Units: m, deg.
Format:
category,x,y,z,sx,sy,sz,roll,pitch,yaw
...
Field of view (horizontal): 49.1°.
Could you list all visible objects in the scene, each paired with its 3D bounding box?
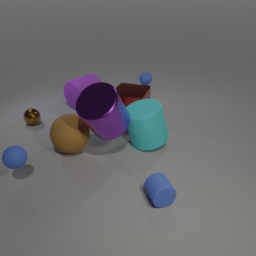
category,x,y,z,sx,sy,sz,roll,pitch,yaw
ball,-3.348,0.864,8.291,0.700,0.700,0.700,0,29,0
cube,0.132,-1.022,12.102,1.400,1.400,1.400,9,30,16
cylinder,-2.090,-1.731,13.324,1.400,1.400,1.400,25,40,37
ball,0.981,-2.722,15.456,0.700,0.700,0.700,0,29,0
ball,-2.045,0.192,9.917,1.400,1.400,1.400,0,29,0
cylinder,0.894,1.728,7.830,0.700,0.700,0.700,-9,30,-15
cylinder,-0.778,-0.518,9.043,1.400,1.400,1.400,-8,60,15
ball,-4.053,-0.483,11.838,0.700,0.700,0.700,0,29,0
cylinder,0.671,-0.134,10.210,1.400,1.400,1.400,-13,31,8
